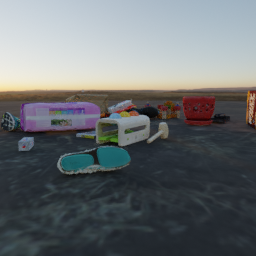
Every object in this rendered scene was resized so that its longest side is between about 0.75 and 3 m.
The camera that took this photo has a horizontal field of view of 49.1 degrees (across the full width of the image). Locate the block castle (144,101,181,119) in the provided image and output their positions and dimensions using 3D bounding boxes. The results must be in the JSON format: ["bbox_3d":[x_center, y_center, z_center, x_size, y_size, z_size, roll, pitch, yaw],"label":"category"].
[{"bbox_3d":[2.071,-1.126,16.768,1.402,0.985,2.099,-4,8,-29],"label":"block castle"}]

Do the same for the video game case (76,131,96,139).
[{"bbox_3d":[-1.161,0.227,9.565,0.835,0.118,0.924,4,8,34],"label":"video game case"}]

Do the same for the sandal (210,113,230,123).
[{"bbox_3d":[4.705,-0.567,14.430,0.818,0.460,2.150,4,8,28],"label":"sandal"}]

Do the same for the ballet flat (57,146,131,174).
[{"bbox_3d":[-0.653,0.621,5.328,1.378,0.494,0.494,-2,8,-20],"label":"ballet flat"}]

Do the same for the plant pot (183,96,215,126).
[{"bbox_3d":[3.263,-0.815,12.976,1.447,1.318,1.447,0,8,0],"label":"plant pot"}]

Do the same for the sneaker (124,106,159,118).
[{"bbox_3d":[0.736,-0.752,15.733,2.007,0.735,0.822,-1,28,11],"label":"sneaker"}]

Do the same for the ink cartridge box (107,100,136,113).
[{"bbox_3d":[-0.353,-1.182,15.747,1.332,0.290,1.156,-24,16,-20],"label":"ink cartridge box"}]

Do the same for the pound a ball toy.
[{"bbox_3d":[0.209,-0.045,8.559,1.407,0.916,2.157,4,9,31],"label":"pound a ball toy"}]

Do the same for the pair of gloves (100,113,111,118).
[{"bbox_3d":[-1.846,-0.563,14.591,2.346,0.326,2.634,-2,2,13],"label":"pair of gloves"}]

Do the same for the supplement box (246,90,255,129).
[{"bbox_3d":[6.408,-0.787,11.688,2.340,1.575,2.372,2,7,13],"label":"supplement box"}]

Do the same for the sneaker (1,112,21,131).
[{"bbox_3d":[-4.649,-0.263,11.323,0.747,0.727,1.875,6,3,-29],"label":"sneaker"}]

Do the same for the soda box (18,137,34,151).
[{"bbox_3d":[-2.725,0.422,7.513,0.267,0.248,0.781,-1,7,-10],"label":"soda box"}]

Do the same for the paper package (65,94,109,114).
[{"bbox_3d":[-2.445,-1.321,16.759,2.126,1.154,2.230,-4,0,-26],"label":"paper package"}]

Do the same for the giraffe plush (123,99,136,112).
[{"bbox_3d":[0.114,-1.231,18.578,0.970,1.124,0.912,4,36,-7],"label":"giraffe plush"}]

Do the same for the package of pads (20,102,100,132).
[{"bbox_3d":[-2.739,-0.473,11.171,2.914,1.102,1.756,-4,5,-27],"label":"package of pads"}]
